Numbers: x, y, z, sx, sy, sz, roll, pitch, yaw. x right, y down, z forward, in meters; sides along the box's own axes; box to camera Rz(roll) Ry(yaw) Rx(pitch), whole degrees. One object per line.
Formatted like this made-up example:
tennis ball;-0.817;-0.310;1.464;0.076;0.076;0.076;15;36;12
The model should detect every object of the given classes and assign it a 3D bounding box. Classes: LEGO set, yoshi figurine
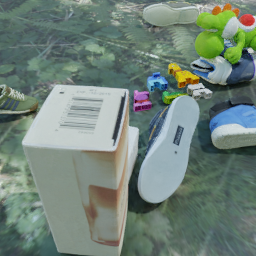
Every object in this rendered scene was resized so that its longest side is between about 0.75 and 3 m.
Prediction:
LEGO set;1.298;-1.409;8.735;2.566;0.979;1.053;-10;45;-12
yoshi figurine;3.280;-2.759;8.960;2.946;1.649;1.656;6;-4;-25

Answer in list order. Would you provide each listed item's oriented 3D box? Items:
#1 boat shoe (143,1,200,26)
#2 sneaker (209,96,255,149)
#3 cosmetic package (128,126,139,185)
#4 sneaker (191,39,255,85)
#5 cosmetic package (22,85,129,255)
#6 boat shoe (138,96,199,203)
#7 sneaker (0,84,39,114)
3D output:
boat shoe;1.898;-5.292;12.865;2.708;0.968;0.809;-6;44;-15
sneaker;3.502;-0.238;7.447;2.656;1.019;1.477;-3;52;6
cosmetic package;-0.517;0.618;6.477;1.311;1.091;1.097;11;45;10
sneaker;3.092;-2.604;9.838;2.084;1.147;2.847;-5;49;-12
cosmetic package;-0.662;0.869;4.891;1.267;2.904;1.501;4;42;4
boat shoe;0.834;0.530;6.641;0.932;1.195;2.634;31;68;-11
sneaker;-3.348;-0.846;7.859;1.698;0.762;0.569;-8;42;-31
